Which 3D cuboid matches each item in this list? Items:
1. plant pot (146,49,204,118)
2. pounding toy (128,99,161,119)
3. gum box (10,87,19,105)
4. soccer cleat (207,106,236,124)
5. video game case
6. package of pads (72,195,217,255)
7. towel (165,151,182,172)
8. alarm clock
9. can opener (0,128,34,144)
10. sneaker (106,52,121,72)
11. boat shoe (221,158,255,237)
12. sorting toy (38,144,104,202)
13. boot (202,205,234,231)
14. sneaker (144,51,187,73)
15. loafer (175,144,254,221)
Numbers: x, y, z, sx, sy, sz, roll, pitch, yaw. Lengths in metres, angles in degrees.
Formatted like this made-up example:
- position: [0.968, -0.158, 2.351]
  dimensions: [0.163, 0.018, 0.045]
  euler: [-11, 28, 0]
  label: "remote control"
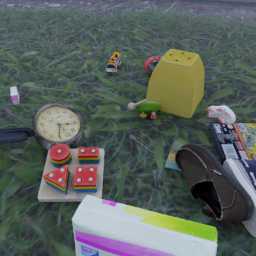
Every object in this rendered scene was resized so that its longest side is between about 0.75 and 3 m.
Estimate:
- position: [2.037, -1.995, 11.520]
  dimensions: [2.042, 2.088, 2.028]
  euler: [18, 42, 20]
  label: "plant pot"
- position: [0.710, -0.659, 10.995]
  dimensions: [1.000, 0.601, 1.295]
  euler: [-7, -11, 40]
  label: "pounding toy"
- position: [-4.886, -1.418, 12.102]
  dimensions: [0.259, 0.445, 0.784]
  euler: [-12, 41, -15]
  label: "gum box"
- position: [2.960, -0.464, 8.596]
  dimensions: [0.590, 0.527, 1.522]
  euler: [-8, 12, -7]
  label: "soccer cleat"
- position: [4.083, 0.550, 9.811]
  dimensions: [1.999, 0.282, 2.212]
  euler: [0, 38, 0]
  label: "video game case"
- position: [0.257, 2.676, 5.753]
  dimensions: [2.716, 2.098, 0.926]
  euler: [11, 33, 14]
  label: "package of pads"
- position: [1.594, 1.105, 9.287]
  dimensions: [0.603, 0.089, 0.822]
  euler: [13, 39, 14]
  label: "towel"
- position: [-2.269, 0.171, 9.724]
  dimensions: [1.705, 0.841, 2.527]
  euler: [-32, 67, -32]
  label: "alarm clock"
- position: [-4.340, 0.247, 9.424]
  dimensions: [2.541, 0.999, 0.806]
  euler: [3, 33, 23]
  label: "can opener"
- position: [-0.772, -3.355, 14.389]
  dimensions: [0.598, 0.590, 1.529]
  euler: [9, 42, 8]
  label: "sneaker"
- position: [3.562, 1.794, 7.786]
  dimensions: [1.139, 0.917, 2.457]
  euler: [-1, 45, -10]
  label: "boat shoe"
- position: [-1.685, 1.249, 8.476]
  dimensions: [1.820, 0.637, 1.831]
  euler: [-1, 47, -1]
  label: "sorting toy"
- position: [2.719, 2.219, 7.753]
  dimensions: [1.044, 0.335, 0.973]
  euler: [-28, 48, -36]
  label: "boot"
- position: [2.180, -3.087, 13.792]
  dimensions: [2.600, 0.919, 1.270]
  euler: [-14, 41, -14]
  label: "sneaker"
- position: [2.122, 1.419, 7.840]
  dimensions: [1.046, 1.070, 2.932]
  euler: [-7, 30, -25]
  label: "loafer"
